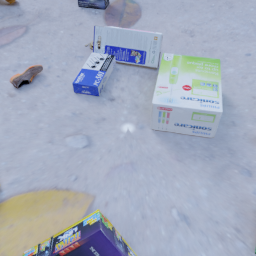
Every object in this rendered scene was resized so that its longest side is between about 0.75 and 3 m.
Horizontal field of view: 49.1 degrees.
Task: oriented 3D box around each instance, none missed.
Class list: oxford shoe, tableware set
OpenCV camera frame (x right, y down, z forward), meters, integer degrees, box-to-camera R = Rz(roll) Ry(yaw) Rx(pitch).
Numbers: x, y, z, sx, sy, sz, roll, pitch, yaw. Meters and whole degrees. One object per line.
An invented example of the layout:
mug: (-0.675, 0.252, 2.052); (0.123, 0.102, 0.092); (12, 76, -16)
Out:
oxford shoe: (-3.008, -1.549, 8.535); (1.096, 0.391, 0.400); (-38, 74, -23)
tableware set: (-0.871, -3.189, 10.129); (0.836, 0.253, 1.264); (31, 54, 26)

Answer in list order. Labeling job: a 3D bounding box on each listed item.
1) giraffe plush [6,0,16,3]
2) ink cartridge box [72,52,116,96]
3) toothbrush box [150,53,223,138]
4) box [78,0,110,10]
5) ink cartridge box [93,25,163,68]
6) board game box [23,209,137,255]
giraffe plush: (-6.151, -5.844, 11.844); (2.245, 1.937, 1.820); (32, 74, 16)
ink cartridge box: (-0.996, -1.684, 8.597); (0.807, 0.380, 1.717); (10, 47, 11)
toothbrush box: (1.567, -0.942, 7.479); (1.640, 0.969, 2.252); (9, 48, 9)
box: (-1.521, -5.907, 12.040); (1.271, 1.261, 0.783); (9, 47, 10)
ink cartridge box: (-0.030, -2.640, 9.024); (2.209, 1.046, 0.410); (10, 25, 9)
board game box: (-0.518, 2.058, 3.937); (1.263, 1.527, 0.433); (-31, 24, 5)
